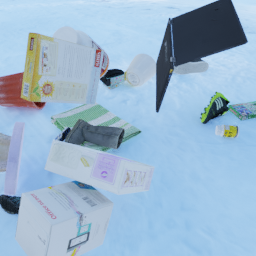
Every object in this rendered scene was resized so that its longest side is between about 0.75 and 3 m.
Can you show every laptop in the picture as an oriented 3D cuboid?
[{"bbox_3d":[2.010,-2.298,8.820,1.701,2.934,2.747,10,48,-4],"label":"laptop"}]

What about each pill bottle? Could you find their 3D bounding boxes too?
[{"bbox_3d":[3.593,0.104,10.155,0.761,0.435,0.435,4,34,7],"label":"pill bottle"},{"bbox_3d":[-1.484,-2.340,8.864,1.170,1.170,2.070,14,-3,20],"label":"pill bottle"}]

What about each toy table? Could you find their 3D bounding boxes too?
[{"bbox_3d":[-3.776,0.691,7.744,1.563,2.453,2.668,7,14,-18],"label":"toy table"}]

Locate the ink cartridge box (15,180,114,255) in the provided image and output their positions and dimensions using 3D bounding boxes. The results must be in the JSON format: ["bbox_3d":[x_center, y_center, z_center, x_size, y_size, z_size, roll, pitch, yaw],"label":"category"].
[{"bbox_3d":[-1.388,2.019,6.116,1.188,1.182,1.619,28,21,38],"label":"ink cartridge box"}]

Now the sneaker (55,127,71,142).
[{"bbox_3d":[-2.335,0.296,9.791,0.335,0.329,0.869,16,59,37],"label":"sneaker"}]

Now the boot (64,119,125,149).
[{"bbox_3d":[-1.125,0.445,9.309,1.709,0.620,1.554,19,64,11],"label":"boot"}]

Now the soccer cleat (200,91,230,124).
[{"bbox_3d":[3.559,-0.747,11.260,0.846,0.705,2.088,36,49,7],"label":"soccer cleat"}]

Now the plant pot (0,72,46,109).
[{"bbox_3d":[-4.544,-1.597,11.772,1.679,1.726,1.726,-4,33,8],"label":"plant pot"}]

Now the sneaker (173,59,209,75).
[{"bbox_3d":[3.125,-3.493,15.332,2.315,0.818,1.148,-3,31,-14],"label":"sneaker"}]

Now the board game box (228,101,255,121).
[{"bbox_3d":[5.057,-0.743,11.639,1.444,0.210,0.972,-9,34,-13],"label":"board game box"}]

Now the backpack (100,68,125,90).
[{"bbox_3d":[-0.719,-2.417,13.573,1.119,0.858,0.984,-27,41,-22],"label":"backpack"}]

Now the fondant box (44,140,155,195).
[{"bbox_3d":[-0.546,1.021,7.151,1.879,0.758,2.604,14,-4,20],"label":"fondant box"}]

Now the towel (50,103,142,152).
[{"bbox_3d":[-1.297,-0.122,10.570,2.252,0.345,2.953,-26,41,-33],"label":"towel"}]

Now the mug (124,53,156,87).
[{"bbox_3d":[0.474,-2.645,13.878,1.359,1.697,1.393,38,49,-2],"label":"mug"}]

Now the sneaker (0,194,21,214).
[{"bbox_3d":[-2.816,2.023,7.342,1.241,0.468,0.492,19,25,14],"label":"sneaker"}]

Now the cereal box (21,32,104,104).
[{"bbox_3d":[-1.656,-1.478,7.483,0.443,1.613,2.243,19,13,36],"label":"cereal box"}]
